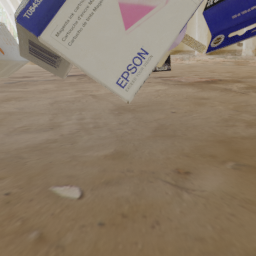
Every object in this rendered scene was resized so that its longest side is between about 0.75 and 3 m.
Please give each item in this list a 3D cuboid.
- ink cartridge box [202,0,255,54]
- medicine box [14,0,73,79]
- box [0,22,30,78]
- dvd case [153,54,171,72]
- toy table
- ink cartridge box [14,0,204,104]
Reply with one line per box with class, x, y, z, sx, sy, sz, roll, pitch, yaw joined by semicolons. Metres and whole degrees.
ink cartridge box;2.209;-2.721;5.049;0.533;2.873;1.361;34;-25;-30
medicine box;-1.360;-2.795;6.584;1.350;2.623;2.389;28;-12;-15
box;-3.724;-2.102;7.459;0.935;1.339;1.759;-31;6;13
dvd case;0.805;-3.206;10.715;1.589;2.137;0.171;-2;18;13
toy table;0.850;-2.436;6.594;1.211;1.901;2.068;7;45;-46
ink cartridge box;-0.267;-2.018;4.510;2.391;2.348;0.518;35;-1;-3
